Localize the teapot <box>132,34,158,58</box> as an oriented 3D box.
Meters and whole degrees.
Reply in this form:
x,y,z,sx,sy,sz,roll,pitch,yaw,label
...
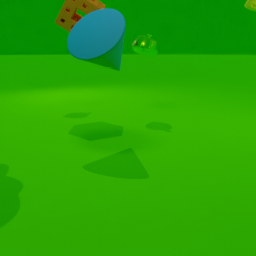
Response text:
x,y,z,sx,sy,sz,roll,pitch,yaw,label
0.538,-2.517,8.458,0.797,0.627,1.281,14,12,-24,teapot

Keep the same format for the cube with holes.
x,y,z,sx,sy,sz,roll,pitch,yaw,label
-1.374,-3.356,8.227,1.017,1.017,1.017,28,27,-17,cube with holes

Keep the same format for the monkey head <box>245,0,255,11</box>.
x,y,z,sx,sy,sz,roll,pitch,yaw,label
3.734,-3.927,8.044,1.668,1.200,1.005,23,15,5,monkey head

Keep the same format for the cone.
x,y,z,sx,sy,sz,roll,pitch,yaw,label
-0.427,-1.619,6.090,1.281,1.281,1.286,8,-21,26,cone
